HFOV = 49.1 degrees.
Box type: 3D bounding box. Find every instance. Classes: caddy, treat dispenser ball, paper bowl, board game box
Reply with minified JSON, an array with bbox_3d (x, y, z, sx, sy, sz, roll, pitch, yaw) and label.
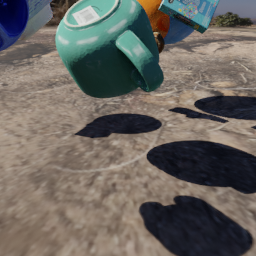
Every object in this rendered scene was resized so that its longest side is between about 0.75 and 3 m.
[{"bbox_3d":[-1.884,-1.589,3.364,1.095,1.549,0.813,-40,68,-8],"label":"caddy"},{"bbox_3d":[1.097,-3.860,8.538,2.560,2.560,2.560,0,24,0],"label":"treat dispenser ball"},{"bbox_3d":[-2.622,-2.941,7.381,1.555,0.809,1.555,-32,28,19],"label":"paper bowl"},{"bbox_3d":[1.557,-3.134,7.052,1.294,0.977,0.304,26,-10,-8],"label":"board game box"}]

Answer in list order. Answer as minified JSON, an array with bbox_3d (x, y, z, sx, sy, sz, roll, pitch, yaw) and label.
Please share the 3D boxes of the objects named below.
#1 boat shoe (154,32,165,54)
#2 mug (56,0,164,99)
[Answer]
[{"bbox_3d":[0.440,-2.242,8.241,0.607,0.622,1.644,-37,10,-26],"label":"boat shoe"},{"bbox_3d":[-0.272,-1.665,5.298,2.228,1.377,1.830,5,55,27],"label":"mug"}]
